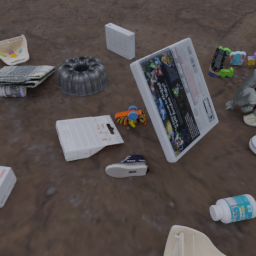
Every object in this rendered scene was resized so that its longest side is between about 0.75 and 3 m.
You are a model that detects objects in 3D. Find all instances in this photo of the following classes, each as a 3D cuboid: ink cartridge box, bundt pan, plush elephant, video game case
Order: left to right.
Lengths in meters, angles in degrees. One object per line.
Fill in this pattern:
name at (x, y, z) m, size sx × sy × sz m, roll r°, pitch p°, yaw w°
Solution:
ink cartridge box at (-3.763, 1.463, 7.284) m, size 1.321 × 0.551 × 0.960 m, roll 5°, pitch 44°, yaw 5°
bundt pan at (-1.773, -2.131, 10.883) m, size 2.070 × 0.777 × 2.070 m, roll 0°, pitch 43°, yaw 0°
ink cartridge box at (-1.213, 0.250, 8.737) m, size 1.778 × 0.445 × 1.431 m, roll -7°, pitch 43°, yaw -23°
video game case at (1.357, -0.817, 7.400) m, size 0.307 × 2.627 × 2.389 m, roll -7°, pitch 21°, yaw 48°
plush elephant at (4.216, -0.830, 9.261) m, size 1.277 × 1.649 × 1.358 m, roll 26°, pitch 59°, yaw -5°

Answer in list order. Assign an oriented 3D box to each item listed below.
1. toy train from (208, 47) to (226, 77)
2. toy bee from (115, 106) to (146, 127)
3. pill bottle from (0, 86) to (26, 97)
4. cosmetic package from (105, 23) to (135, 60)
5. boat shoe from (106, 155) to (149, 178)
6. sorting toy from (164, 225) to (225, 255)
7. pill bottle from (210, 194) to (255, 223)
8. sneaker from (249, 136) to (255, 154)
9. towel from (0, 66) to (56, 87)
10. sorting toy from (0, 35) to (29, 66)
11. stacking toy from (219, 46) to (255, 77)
toy train at (3.544, -2.630, 11.200) m, size 0.479 × 0.643 × 2.808 m, roll 29°, pitch 34°, yaw 5°
toy bee at (0.279, -0.328, 9.177) m, size 1.310 × 0.712 × 0.858 m, roll -5°, pitch 42°, yaw 33°
pill bottle at (-4.263, -1.391, 10.293) m, size 0.897 × 0.510 × 0.510 m, roll -2°, pitch 44°, yaw -2°
cosmetic package at (-0.350, -3.829, 12.375) m, size 1.520 × 1.146 × 0.393 m, roll 35°, pitch 54°, yaw 31°
boat shoe at (-0.037, 1.042, 7.862) m, size 1.203 × 0.449 × 0.558 m, roll 2°, pitch 38°, yaw -10°
sorting toy at (1.642, 3.228, 5.156) m, size 1.987 × 1.179 × 2.207 m, roll 11°, pitch 44°, yaw 0°
pill bottle at (2.525, 1.965, 6.761) m, size 1.021 × 0.565 × 0.565 m, roll -9°, pitch 45°, yaw -8°
sneaker at (4.852, 0.345, 7.836) m, size 2.513 × 1.433 × 0.911 m, roll 12°, pitch 47°, yaw 13°
towel at (-4.120, -2.051, 10.619) m, size 2.212 × 0.397 × 2.297 m, roll 2°, pitch 26°, yaw 3°
sorting toy at (-4.957, -3.209, 12.085) m, size 1.508 × 0.806 × 1.357 m, roll -25°, pitch 57°, yaw -25°
stacking toy at (5.004, -2.922, 11.547) m, size 2.684 × 0.631 × 2.023 m, roll 1°, pitch 43°, yaw 18°
